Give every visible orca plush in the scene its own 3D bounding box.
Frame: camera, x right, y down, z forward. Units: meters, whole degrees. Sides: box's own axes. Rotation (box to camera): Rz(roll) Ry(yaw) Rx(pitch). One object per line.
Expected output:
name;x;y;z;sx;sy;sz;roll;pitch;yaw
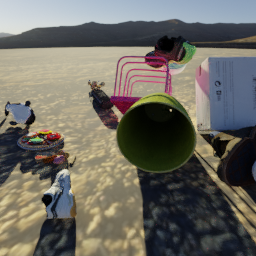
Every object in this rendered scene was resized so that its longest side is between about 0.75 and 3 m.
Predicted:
orca plush;-4.013;-0.429;10.668;2.060;0.732;1.084;3;63;37

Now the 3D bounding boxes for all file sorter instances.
file sorter;0.620;-1.310;9.781;1.764;1.592;2.539;5;-10;12

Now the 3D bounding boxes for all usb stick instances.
usb stick;-1.223;-1.381;13.211;0.681;0.401;2.457;-13;23;-13

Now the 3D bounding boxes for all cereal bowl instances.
cereal bowl;1.588;-2.505;10.813;1.308;0.545;1.308;3;54;-4

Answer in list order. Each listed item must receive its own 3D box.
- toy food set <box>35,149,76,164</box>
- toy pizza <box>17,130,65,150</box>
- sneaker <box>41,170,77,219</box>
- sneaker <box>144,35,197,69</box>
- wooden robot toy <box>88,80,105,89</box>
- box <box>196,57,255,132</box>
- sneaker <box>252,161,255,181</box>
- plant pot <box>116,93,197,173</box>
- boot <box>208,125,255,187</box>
toy food set;-2.030;0.775;7.647;1.137;0.179;0.723;0;20;1
toy pizza;-2.726;0.312;8.828;1.453;0.230;1.453;0;20;0
sneaker;-1.451;1.299;5.713;0.626;0.540;1.429;-7;20;-16
sneaker;1.264;-2.588;9.274;0.902;0.984;2.350;-54;25;-17
wooden robot toy;-1.906;-2.384;16.109;1.191;0.525;0.541;9;57;22
box;3.484;-1.009;9.015;2.278;2.266;1.489;-1;-3;-1
sneaker;3.958;0.979;6.272;2.608;0.945;1.487;9;14;3
plant pot;0.810;-0.158;7.426;1.886;1.886;2.015;3;26;9
boot;2.589;0.678;7.159;1.447;1.116;2.986;-7;11;44
